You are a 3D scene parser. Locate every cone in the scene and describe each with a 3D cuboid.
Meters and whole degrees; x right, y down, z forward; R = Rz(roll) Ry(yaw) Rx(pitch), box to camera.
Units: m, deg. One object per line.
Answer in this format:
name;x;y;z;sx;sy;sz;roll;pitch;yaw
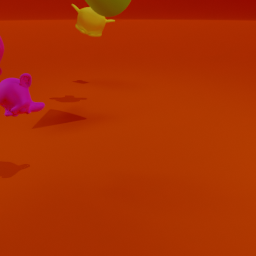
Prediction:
cone;-0.816;-3.105;5.804;1.445;1.445;1.451;13;23;28

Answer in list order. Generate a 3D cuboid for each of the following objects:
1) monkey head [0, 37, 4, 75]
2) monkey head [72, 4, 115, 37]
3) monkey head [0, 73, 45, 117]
monkey head;-3.343;-1.775;6.043;1.212;1.685;1.015;-31;31;-21
monkey head;-1.119;-3.236;8.525;1.341;0.808;0.965;17;17;-12
monkey head;-1.814;-0.529;4.722;1.023;0.617;0.736;-19;-7;40
